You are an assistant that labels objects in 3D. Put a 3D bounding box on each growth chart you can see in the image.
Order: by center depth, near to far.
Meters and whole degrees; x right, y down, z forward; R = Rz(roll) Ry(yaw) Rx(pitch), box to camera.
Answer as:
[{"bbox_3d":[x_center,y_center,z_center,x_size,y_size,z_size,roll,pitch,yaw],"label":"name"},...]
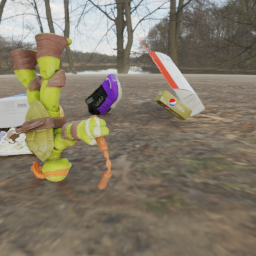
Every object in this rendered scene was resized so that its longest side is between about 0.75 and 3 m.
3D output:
[{"bbox_3d":[-2.365,0.263,6.345,1.829,0.162,1.323,-5,28,-14],"label":"growth chart"}]

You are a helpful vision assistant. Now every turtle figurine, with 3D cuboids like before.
[{"bbox_3d":[-1.226,-0.115,4.091,0.850,2.128,2.639,-8,-3,-35],"label":"turtle figurine"}]

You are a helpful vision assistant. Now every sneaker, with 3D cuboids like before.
[{"bbox_3d":[-0.943,-1.055,9.902,1.096,0.766,2.204,-15,-22,-23],"label":"sneaker"}]

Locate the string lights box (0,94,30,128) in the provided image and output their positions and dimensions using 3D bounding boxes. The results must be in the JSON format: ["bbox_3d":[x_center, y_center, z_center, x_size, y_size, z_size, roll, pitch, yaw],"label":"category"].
[{"bbox_3d":[-3.250,-0.682,9.206,1.426,0.818,2.775,-4,11,-2],"label":"string lights box"}]

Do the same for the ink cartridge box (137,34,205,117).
[{"bbox_3d":[1.542,-1.948,9.881,0.807,2.828,2.299,-30,51,8],"label":"ink cartridge box"}]

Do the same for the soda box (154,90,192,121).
[{"bbox_3d":[1.361,-0.665,8.390,1.148,0.367,0.389,33,-10,-20],"label":"soda box"}]
